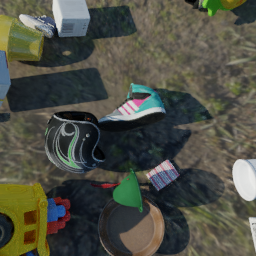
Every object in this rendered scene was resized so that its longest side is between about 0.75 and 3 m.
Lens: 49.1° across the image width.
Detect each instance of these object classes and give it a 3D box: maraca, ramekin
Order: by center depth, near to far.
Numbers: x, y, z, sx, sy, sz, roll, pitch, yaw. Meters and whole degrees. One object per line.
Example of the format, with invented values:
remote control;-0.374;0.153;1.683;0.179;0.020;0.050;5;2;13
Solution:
ramekin;3.775;1.532;8.491;0.603;1.236;1.236;-7;75;-9
maraca;3.520;-5.072;9.819;2.823;1.935;1.510;-35;40;-27

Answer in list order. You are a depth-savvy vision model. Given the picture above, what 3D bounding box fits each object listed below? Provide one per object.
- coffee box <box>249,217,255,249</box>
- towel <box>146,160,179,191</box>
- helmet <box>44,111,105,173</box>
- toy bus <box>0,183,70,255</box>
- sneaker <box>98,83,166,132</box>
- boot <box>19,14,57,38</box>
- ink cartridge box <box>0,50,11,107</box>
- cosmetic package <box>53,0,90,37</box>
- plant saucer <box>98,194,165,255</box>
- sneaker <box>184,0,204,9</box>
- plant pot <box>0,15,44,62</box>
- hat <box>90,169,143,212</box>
coffee box;4.767;3.409;7.554;1.962;1.943;1.965;-5;75;2
towel;1.123;1.521;9.046;0.889;0.133;0.651;-34;78;-6
helmet;-1.555;0.473;8.399;1.839;1.839;1.753;8;105;2
toy bus;-2.915;2.905;7.820;2.635;1.863;2.745;1;99;-27
sneaker;0.042;-0.750;9.223;2.266;0.947;1.368;-12;61;12
boot;-3.237;-3.890;10.298;1.379;0.501;0.623;30;70;-1
ink cartridge box;-4.327;-1.491;8.863;0.704;1.700;1.239;-3;69;-36
cosmetic package;-2.026;-4.039;9.899;1.003;1.002;1.216;-10;75;-22
plant saucer;0.098;2.957;8.413;1.965;0.359;1.965;1;63;-1
sneaker;2.359;-5.161;10.492;0.762;0.643;1.742;-28;82;-13
plant pot;-3.672;-2.922;9.578;1.401;1.489;1.489;11;75;-12
hat;-0.375;1.934;8.062;1.333;1.514;1.254;-11;72;-8
